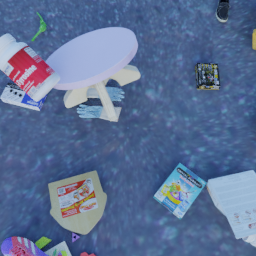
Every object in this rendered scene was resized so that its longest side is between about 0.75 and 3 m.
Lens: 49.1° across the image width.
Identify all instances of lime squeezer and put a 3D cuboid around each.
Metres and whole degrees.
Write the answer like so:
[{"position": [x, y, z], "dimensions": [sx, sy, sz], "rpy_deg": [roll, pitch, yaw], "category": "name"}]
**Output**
[{"position": [-3.387, -3.965, 10.854], "dimensions": [0.508, 0.271, 1.438], "rpy_deg": [-14, 63, 28], "category": "lime squeezer"}]

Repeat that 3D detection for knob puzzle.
[{"position": [-1.383, 2.186, 7.964], "dimensions": [1.804, 0.250, 1.804], "rpy_deg": [0, 65, 0], "category": "knob puzzle"}]

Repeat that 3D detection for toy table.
[{"position": [-0.965, -1.682, 8.716], "dimensions": [2.896, 1.696, 2.662], "rpy_deg": [-13, 57, 7], "category": "toy table"}]

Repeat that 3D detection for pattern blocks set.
[{"position": [-1.915, 3.599, 7.370], "dimensions": [1.597, 0.147, 1.816], "rpy_deg": [41, 72, 17], "category": "pattern blocks set"}]

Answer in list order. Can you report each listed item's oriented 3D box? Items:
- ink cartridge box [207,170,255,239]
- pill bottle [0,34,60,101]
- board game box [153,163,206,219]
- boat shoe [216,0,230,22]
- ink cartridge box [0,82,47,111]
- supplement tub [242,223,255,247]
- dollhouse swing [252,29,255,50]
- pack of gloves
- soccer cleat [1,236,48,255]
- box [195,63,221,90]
[{"position": [3.174, 2.078, 7.650], "dimensions": [1.438, 0.445, 1.773], "rpy_deg": [-11, 49, -5], "category": "ink cartridge box"}, {"position": [-2.643, -1.555, 7.182], "dimensions": [1.651, 0.927, 0.927], "rpy_deg": [44, 70, -13], "category": "pill bottle"}, {"position": [1.502, 1.804, 8.115], "dimensions": [0.963, 0.299, 1.276], "rpy_deg": [37, 70, 15], "category": "board game box"}, {"position": [3.772, -4.751, 11.084], "dimensions": [0.487, 0.406, 1.305], "rpy_deg": [10, 67, 3], "category": "boat shoe"}, {"position": [-3.499, -1.058, 9.431], "dimensions": [1.365, 0.302, 0.642], "rpy_deg": [14, 67, 6], "category": "ink cartridge box"}, {"position": [3.683, 2.762, 7.368], "dimensions": [1.166, 0.842, 0.842], "rpy_deg": [14, 66, 6], "category": "supplement tub"}, {"position": [5.613, -4.226, 9.892], "dimensions": [2.213, 2.140, 2.435], "rpy_deg": [20, 66, 9], "category": "dollhouse swing"}, {"position": [-0.894, -0.798, 9.388], "dimensions": [1.533, 0.302, 1.288], "rpy_deg": [7, 64, 15], "category": "pack of gloves"}, {"position": [-2.539, 3.287, 7.080], "dimensions": [1.959, 0.717, 0.668], "rpy_deg": [20, 72, 23], "category": "soccer cleat"}, {"position": [2.786, -1.823, 9.823], "dimensions": [0.784, 0.242, 0.982], "rpy_deg": [2, 65, -1], "category": "box"}]
